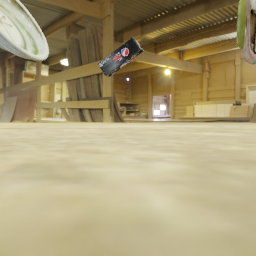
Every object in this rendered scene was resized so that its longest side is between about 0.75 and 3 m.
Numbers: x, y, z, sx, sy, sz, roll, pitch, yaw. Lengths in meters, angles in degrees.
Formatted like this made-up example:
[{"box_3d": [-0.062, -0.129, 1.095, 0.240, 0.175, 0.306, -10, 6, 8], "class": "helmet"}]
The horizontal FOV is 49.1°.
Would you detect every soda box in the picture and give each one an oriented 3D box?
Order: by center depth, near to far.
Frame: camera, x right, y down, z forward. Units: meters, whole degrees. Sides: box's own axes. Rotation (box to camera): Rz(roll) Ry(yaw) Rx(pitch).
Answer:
[{"box_3d": [-0.317, -3.009, 12.000, 1.910, 0.676, 0.605, -33, -3, 17], "class": "soda box"}]

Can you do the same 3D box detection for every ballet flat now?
[{"box_3d": [3.894, -3.184, 8.094, 0.890, 2.615, 0.879, 0, 10, 7], "class": "ballet flat"}]

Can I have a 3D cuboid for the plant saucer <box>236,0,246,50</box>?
[{"box_3d": [4.090, -3.764, 10.097, 0.288, 1.852, 1.852, 4, 3, 22], "class": "plant saucer"}]

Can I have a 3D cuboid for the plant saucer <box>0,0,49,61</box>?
[{"box_3d": [-3.328, -2.846, 7.594, 0.679, 2.705, 2.705, -32, -8, 15], "class": "plant saucer"}]
